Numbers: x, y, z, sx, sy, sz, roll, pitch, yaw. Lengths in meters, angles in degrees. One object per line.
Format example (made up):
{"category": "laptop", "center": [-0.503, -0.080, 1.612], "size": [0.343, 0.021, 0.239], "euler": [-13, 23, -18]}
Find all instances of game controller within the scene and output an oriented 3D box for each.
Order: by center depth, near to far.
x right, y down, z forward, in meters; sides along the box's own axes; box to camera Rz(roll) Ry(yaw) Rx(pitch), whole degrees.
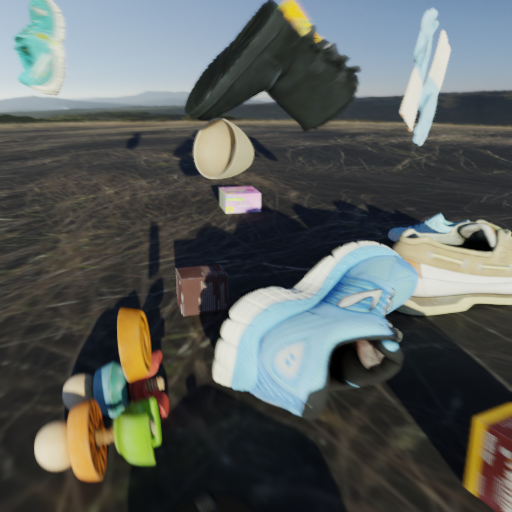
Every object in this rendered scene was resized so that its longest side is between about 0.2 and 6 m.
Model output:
{"category": "game controller", "center": [0.014, 2.134, 3.337], "size": [1.008, 0.407, 1.932], "euler": [-16, 22, -43]}

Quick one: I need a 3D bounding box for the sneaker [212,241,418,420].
{"category": "sneaker", "center": [1.079, 0.920, 6.532], "size": [1.524, 1.328, 3.388], "euler": [30, 36, 30]}

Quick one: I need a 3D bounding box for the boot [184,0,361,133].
{"category": "boot", "center": [0.265, -2.421, 8.208], "size": [1.802, 2.200, 0.814], "euler": [28, 37, -34]}

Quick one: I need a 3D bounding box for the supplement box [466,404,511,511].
{"category": "supplement box", "center": [2.422, 1.675, 4.350], "size": [1.025, 0.690, 1.039], "euler": [-9, 19, -28]}

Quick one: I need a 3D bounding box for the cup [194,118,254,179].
{"category": "cup", "center": [-0.492, -1.903, 10.245], "size": [1.078, 1.078, 0.771], "euler": [15, 9, 40]}

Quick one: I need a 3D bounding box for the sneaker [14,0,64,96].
{"category": "sneaker", "center": [-3.560, -3.497, 9.138], "size": [0.720, 1.807, 0.700], "euler": [5, -23, -38]}

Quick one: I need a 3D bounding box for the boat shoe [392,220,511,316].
{"category": "boat shoe", "center": [3.580, 0.070, 8.800], "size": [3.402, 1.164, 1.271], "euler": [-8, 19, -26]}

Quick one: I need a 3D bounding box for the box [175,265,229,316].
{"category": "box", "center": [-0.810, 0.502, 8.391], "size": [0.705, 0.585, 0.579], "euler": [-5, 18, -15]}

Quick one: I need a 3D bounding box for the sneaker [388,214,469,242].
{"category": "sneaker", "center": [3.644, -0.571, 11.744], "size": [1.679, 0.688, 0.621], "euler": [4, 16, 13]}

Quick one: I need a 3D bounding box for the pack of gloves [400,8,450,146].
{"category": "pack of gloves", "center": [2.967, -3.234, 10.271], "size": [0.430, 2.179, 1.830], "euler": [13, -6, 30]}

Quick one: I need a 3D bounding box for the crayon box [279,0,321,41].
{"category": "crayon box", "center": [0.801, -3.987, 11.163], "size": [1.114, 1.876, 0.547], "euler": [-49, 18, -25]}

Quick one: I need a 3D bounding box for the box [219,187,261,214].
{"category": "box", "center": [-0.454, -1.524, 15.156], "size": [0.954, 0.525, 1.085], "euler": [-4, 18, -12]}

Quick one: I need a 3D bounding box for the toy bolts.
{"category": "toy bolts", "center": [-1.439, 1.198, 5.194], "size": [1.013, 1.395, 1.460], "euler": [-7, -1, -3]}
